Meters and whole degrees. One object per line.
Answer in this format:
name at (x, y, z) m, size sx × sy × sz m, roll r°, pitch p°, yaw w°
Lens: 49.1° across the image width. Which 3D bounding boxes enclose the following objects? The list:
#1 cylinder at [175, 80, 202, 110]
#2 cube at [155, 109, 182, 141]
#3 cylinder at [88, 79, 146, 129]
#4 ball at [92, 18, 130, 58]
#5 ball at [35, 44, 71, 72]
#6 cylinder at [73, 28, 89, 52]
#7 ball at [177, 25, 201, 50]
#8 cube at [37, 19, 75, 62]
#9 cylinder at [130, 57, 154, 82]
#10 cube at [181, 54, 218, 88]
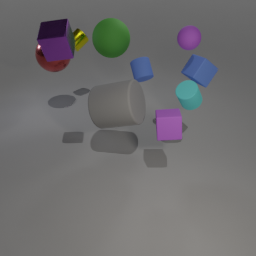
cylinder at (1.925, -1.026, 8.825) m, size 0.700 × 0.700 × 0.700 m, roll -13°, pitch 59°, yaw 22°
cube at (1.160, -0.107, 8.040) m, size 0.700 × 0.700 × 0.700 m, roll -3°, pitch 23°, yaw 5°
cylinder at (-0.321, -0.736, 8.853) m, size 1.400 × 1.400 × 1.400 m, roll -6°, pitch 27°, yaw 24°
ball at (-0.616, -3.306, 10.328) m, size 1.400 × 1.400 × 1.400 m, roll 0°, pitch 31°, yaw 0°
ball at (-3.020, -2.969, 11.324) m, size 1.400 × 1.400 × 1.400 m, roll 0°, pitch 31°, yaw 0°
cylinder at (-2.170, -3.775, 12.021) m, size 0.700 × 0.700 × 0.700 m, roll -47°, pitch 44°, yaw -6°
ball at (1.811, -2.667, 8.296) m, size 0.700 × 0.700 × 0.700 m, roll 0°, pitch 31°, yaw 0°
cube at (-1.758, -2.176, 6.961) m, size 0.700 × 0.700 × 0.700 m, roll -6°, pitch 54°, yaw 5°
cylinder at (0.491, -2.069, 9.956) m, size 0.700 × 0.700 × 0.700 m, roll -14°, pitch -5°, yaw -1°
cube at (2.298, -1.840, 9.001) m, size 0.700 × 0.700 × 0.700 m, roll 26°, pitch 11°, yaw -33°
